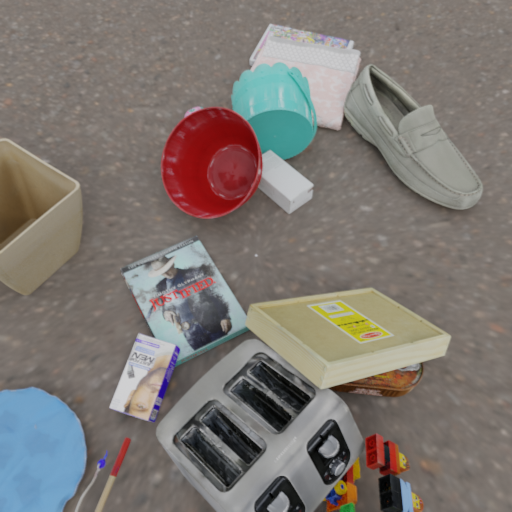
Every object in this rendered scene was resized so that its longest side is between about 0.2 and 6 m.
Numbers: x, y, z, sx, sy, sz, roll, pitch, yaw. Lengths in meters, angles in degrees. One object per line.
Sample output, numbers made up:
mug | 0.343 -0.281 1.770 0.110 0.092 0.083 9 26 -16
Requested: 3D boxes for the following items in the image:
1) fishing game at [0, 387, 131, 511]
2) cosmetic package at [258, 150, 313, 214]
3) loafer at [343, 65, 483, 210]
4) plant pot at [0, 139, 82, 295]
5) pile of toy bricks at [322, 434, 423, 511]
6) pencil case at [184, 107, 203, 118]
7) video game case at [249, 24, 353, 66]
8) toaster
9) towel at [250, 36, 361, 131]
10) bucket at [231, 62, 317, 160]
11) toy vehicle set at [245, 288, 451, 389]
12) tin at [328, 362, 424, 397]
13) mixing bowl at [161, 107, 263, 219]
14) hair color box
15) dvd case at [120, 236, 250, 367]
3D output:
fishing game | -3.393 2.948 7.724 3.111 0.484 2.228 13 60 11
cosmetic package | 0.444 -1.425 10.724 0.628 0.457 1.235 -35 64 -21
loafer | 3.012 -2.304 10.767 1.208 1.205 3.453 -29 66 -27
plant pot | -4.013 -0.466 9.323 1.879 1.663 1.876 30 61 20
pile of toy bricks | 1.580 3.646 6.900 1.317 1.480 2.668 33 40 -23
pencil case | -0.911 -2.530 11.414 0.562 0.562 1.286 -34 61 -21
video game case | 1.083 -4.772 13.180 2.114 0.190 1.514 16 57 11
toaster | 0.011 2.366 7.334 1.964 1.289 2.172 -41 46 -21
towel | 0.980 -3.857 12.304 2.317 0.373 2.213 15 64 11
bucket | 0.336 -2.731 10.895 1.721 1.721 1.120 -3 61 -2
toy vehicle set | 1.350 1.069 8.023 2.597 0.344 1.614 -4 26 -38
tin | 1.654 1.614 8.530 1.760 0.368 0.985 8 54 -6
mixing bowl | -0.643 -1.617 10.264 1.963 1.063 1.963 -1 88 22
hair color box | -1.646 1.821 8.379 0.636 0.377 1.164 15 72 10
dvd case | -1.208 0.707 9.384 1.499 0.226 2.054 -24 57 -16
